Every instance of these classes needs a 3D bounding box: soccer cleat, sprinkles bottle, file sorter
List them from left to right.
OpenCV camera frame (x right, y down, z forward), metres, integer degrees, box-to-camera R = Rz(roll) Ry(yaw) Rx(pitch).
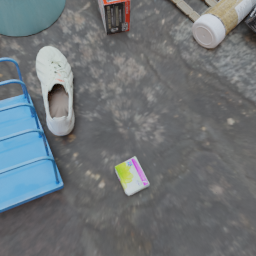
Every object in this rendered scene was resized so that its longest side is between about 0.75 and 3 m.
[{"bbox_3d":[-3.013,0.164,6.433,2.062,1.823,2.971,-20,65,-19],"label":"file sorter"},{"bbox_3d":[-1.908,-1.178,7.546,0.984,1.102,2.841,-8,68,-15],"label":"soccer cleat"},{"bbox_3d":[3.198,-3.648,8.583,0.956,0.956,2.802,43,76,13],"label":"sprinkles bottle"}]

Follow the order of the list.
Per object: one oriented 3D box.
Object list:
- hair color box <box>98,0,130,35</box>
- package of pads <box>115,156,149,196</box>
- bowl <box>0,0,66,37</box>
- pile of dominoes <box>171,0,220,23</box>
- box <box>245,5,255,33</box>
[{"bbox_3d":[-0.607,-4.415,8.633,0.813,1.348,2.656,-12,72,-5],"label":"hair color box"},{"bbox_3d":[0.088,1.250,7.244,0.652,0.288,0.843,-25,73,-8],"label":"package of pads"},{"bbox_3d":[-3.465,-4.441,8.563,2.862,1.497,2.862,0,70,-1],"label":"bowl"},{"bbox_3d":[2.115,-4.604,9.345,1.854,0.379,2.379,-42,84,-14],"label":"pile of dominoes"},{"bbox_3d":[4.688,-3.102,8.240,2.129,0.471,1.706,37,76,-10],"label":"box"}]
